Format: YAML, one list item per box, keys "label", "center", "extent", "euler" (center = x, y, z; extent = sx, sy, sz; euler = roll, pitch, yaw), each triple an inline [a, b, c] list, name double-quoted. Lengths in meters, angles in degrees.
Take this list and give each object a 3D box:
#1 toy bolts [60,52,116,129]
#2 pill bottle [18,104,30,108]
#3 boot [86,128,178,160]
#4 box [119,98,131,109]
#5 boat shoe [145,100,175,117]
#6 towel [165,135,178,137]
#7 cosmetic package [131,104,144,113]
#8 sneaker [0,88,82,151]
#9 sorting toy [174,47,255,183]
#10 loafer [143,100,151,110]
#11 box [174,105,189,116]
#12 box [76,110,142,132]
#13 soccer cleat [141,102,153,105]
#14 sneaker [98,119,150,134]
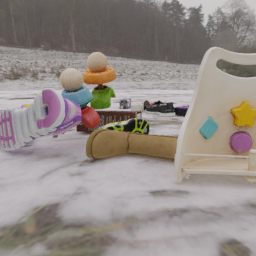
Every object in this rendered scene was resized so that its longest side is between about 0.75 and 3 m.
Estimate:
- label: "toy bolts"
  center: [-1.518, -1.159, 8.082]
  extent: [2.197, 1.595, 2.300]
  euler: [-3, 29, 10]
- label: "pill bottle"
  center: [-3.500, -0.539, 11.247]
  extent: [1.641, 0.855, 0.855]
  euler: [0, 10, -3]
- label: "boot"
  center: [0.342, 0.399, 6.435]
  extent: [2.073, 0.686, 1.815]
  euler: [6, 12, 28]
- label: "box"
  center: [-0.161, -1.564, 17.786]
  extent: [0.558, 0.643, 0.973]
  euler: [2, 10, 13]
- label: "boat shoe"
  center: [1.639, -1.087, 14.713]
  extent: [0.902, 0.737, 2.443]
  euler: [-7, 11, -20]
- label: "towel"
  center: [2.009, 0.325, 7.383]
  extent: [2.032, 0.220, 1.490]
  euler: [4, -2, 25]
- label: "cosmetic package"
  center: [0.515, -1.070, 15.452]
  extent: [0.560, 0.473, 1.083]
  euler: [3, 10, 13]
- label: "sneaker"
  center: [-2.191, -0.101, 6.957]
  extent: [2.694, 1.084, 1.191]
  euler: [-17, -12, 33]
- label: "sorting toy"
  center: [2.227, -0.270, 5.157]
  extent: [2.681, 2.414, 1.432]
  euler: [2, 10, 7]
- label: "loafer"
  center: [1.146, -1.345, 16.458]
  extent: [0.495, 0.481, 1.355]
  euler: [1, -6, 1]
- label: "box"
  center: [3.863, -0.898, 14.511]
  extent: [1.872, 0.473, 2.619]
  euler: [9, 15, 39]
- label: "box"
  center: [-0.639, -0.237, 9.686]
  extent: [2.087, 0.782, 1.045]
  euler: [3, 6, 12]
- label: "soccer cleat"
  center: [1.243, -1.380, 17.744]
  extent: [1.263, 0.421, 0.483]
  euler: [-12, -23, -21]
- label: "sneaker"
  center: [-0.159, 0.041, 8.428]
  extent: [1.853, 0.699, 0.708]
  euler: [-5, 12, -34]
